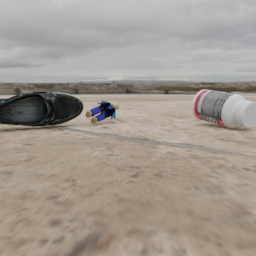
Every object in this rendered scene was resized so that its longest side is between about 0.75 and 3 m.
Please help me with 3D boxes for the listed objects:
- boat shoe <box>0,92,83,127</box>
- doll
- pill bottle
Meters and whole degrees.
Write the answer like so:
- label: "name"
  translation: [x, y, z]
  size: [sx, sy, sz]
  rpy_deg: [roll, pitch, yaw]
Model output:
- label: "boat shoe"
  translation: [-2.666, -0.561, 8.446]
  size: [2.912, 1.088, 0.966]
  rpy_deg: [1, 6, -26]
- label: "doll"
  translation: [-0.794, -0.558, 9.762]
  size: [1.404, 0.958, 0.340]
  rpy_deg: [-33, -11, -46]
- label: "pill bottle"
  translation: [3.027, -0.592, 8.813]
  size: [1.043, 1.043, 1.884]
  rpy_deg: [-5, 16, -33]
